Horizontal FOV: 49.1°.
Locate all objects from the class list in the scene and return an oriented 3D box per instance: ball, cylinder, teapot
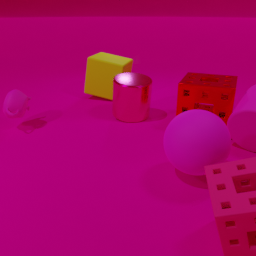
[{"bbox_3d":[1.285,0.269,5.262,1.231,1.231,1.231,0,24,0],"label":"ball"},{"bbox_3d":[3.070,-0.249,6.434,1.188,1.188,1.188,17,48,34],"label":"cylinder"},{"bbox_3d":[0.113,-0.911,8.245,1.133,1.133,1.133,2,31,-1],"label":"cylinder"},{"bbox_3d":[-2.956,-0.631,7.568,0.623,0.792,1.273,16,27,-10],"label":"teapot"}]

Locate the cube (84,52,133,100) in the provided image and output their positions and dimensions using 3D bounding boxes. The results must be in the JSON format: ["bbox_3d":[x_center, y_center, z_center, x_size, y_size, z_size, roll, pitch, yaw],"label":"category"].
[{"bbox_3d":[-0.687,-1.885,10.139,1.302,1.302,1.302,15,26,10],"label":"cube"}]

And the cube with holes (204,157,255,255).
[{"bbox_3d":[1.626,1.073,3.681,0.949,0.949,0.949,-13,27,14],"label":"cube with holes"}]

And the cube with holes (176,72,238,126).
[{"bbox_3d":[2.099,-0.636,7.488,1.347,1.347,1.347,9,25,19],"label":"cube with holes"}]
